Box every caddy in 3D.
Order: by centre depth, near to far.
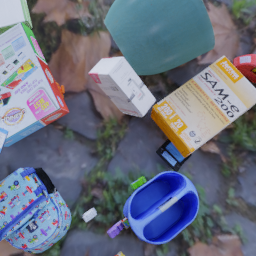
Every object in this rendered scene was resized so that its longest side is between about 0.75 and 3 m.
[{"bbox_3d":[0.890,2.094,7.454,2.114,1.110,1.495,-30,80,-26],"label":"caddy"}]

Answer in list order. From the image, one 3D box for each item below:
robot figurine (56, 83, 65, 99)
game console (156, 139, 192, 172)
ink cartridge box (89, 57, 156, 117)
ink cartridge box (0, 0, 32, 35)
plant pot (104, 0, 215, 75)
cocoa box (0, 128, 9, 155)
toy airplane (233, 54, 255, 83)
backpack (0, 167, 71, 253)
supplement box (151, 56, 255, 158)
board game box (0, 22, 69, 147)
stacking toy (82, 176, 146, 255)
[{"bbox_3d":[-2.270,-1.087,8.673,0.571,0.463,0.794,-31,77,37],"label":"robot figurine"},{"bbox_3d":[1.365,0.749,8.277,0.850,0.748,0.495,44,117,8],"label":"game console"},{"bbox_3d":[-0.163,-1.154,7.929,0.683,1.209,1.650,-51,122,-15],"label":"ink cartridge box"},{"bbox_3d":[-4.445,-3.818,9.170,2.223,0.533,1.617,-16,79,-3],"label":"ink cartridge box"},{"bbox_3d":[0.715,-2.836,7.961,2.261,2.817,2.817,-31,80,9],"label":"plant pot"},{"bbox_3d":[-4.320,0.772,6.960,1.544,2.315,1.519,30,49,-32],"label":"cocoa box"},{"bbox_3d":[4.459,-1.667,8.229,2.129,1.509,2.139,-29,71,-18],"label":"toy airplane"},{"bbox_3d":[-2.660,2.316,7.519,1.906,1.404,2.088,-36,82,-7],"label":"backpack"},{"bbox_3d":[2.237,-0.617,8.220,2.689,0.988,1.694,-37,77,-9],"label":"supplement box"},{"bbox_3d":[-3.402,-1.269,8.371,2.287,0.603,2.990,-28,80,8],"label":"board game box"},{"bbox_3d":[-0.001,2.611,7.907,2.197,0.516,1.656,-32,89,-13],"label":"stacking toy"}]
